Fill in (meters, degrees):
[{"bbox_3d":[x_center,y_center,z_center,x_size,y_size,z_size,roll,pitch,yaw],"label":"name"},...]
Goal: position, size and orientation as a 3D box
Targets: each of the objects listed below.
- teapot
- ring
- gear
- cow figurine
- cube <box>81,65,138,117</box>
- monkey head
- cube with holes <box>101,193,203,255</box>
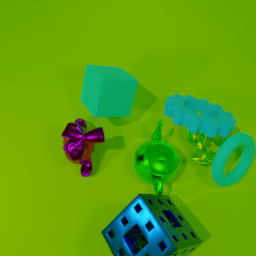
[{"bbox_3d":[0.786,0.787,7.302,1.232,0.970,1.982,4,73,-9],"label":"teapot"},{"bbox_3d":[2.696,0.822,7.132,1.489,1.489,0.298,-39,39,-15],"label":"ring"},{"bbox_3d":[1.921,-0.372,7.559,1.871,0.346,1.871,12,26,-6],"label":"gear"},{"bbox_3d":[1.888,0.284,7.497,0.726,1.323,1.301,-9,26,-2],"label":"cow figurine"},{"bbox_3d":[-0.543,-1.016,7.684,1.091,1.091,1.091,-3,30,-31],"label":"cube"},{"bbox_3d":[-1.140,0.385,7.465,1.234,1.034,1.716,-13,71,6],"label":"monkey head"},{"bbox_3d":[0.516,2.376,6.099,1.299,1.299,1.299,-48,55,16],"label":"cube with holes"}]
